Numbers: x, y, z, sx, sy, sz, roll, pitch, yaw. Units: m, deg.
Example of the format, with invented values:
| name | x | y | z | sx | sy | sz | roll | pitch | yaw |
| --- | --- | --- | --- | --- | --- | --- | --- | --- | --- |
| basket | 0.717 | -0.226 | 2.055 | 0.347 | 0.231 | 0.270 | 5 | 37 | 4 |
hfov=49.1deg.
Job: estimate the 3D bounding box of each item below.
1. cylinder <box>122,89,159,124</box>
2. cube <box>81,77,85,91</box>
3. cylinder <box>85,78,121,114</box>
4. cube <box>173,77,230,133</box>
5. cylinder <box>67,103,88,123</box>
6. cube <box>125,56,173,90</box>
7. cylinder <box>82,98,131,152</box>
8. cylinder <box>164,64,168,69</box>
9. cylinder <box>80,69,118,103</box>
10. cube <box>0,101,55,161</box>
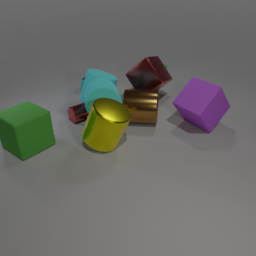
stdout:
| name | x | y | z | sx | sy | sz | roll | pitch | yaw |
| --- | --- | --- | --- | --- | --- | --- | --- | --- | --- |
| cylinder | 0.537 | -0.892 | 11.593 | 1.400 | 1.400 | 1.400 | 3 | 31 | 6 |
| cube | -1.960 | -2.215 | 14.402 | 0.700 | 0.700 | 0.700 | 18 | 34 | 9 |
| cylinder | -1.041 | -1.183 | 11.331 | 1.400 | 1.400 | 1.400 | -5 | 24 | -8 |
| cube | 2.921 | -0.925 | 11.119 | 1.400 | 1.400 | 1.400 | -52 | 46 | -5 |
| cylinder | -2.088 | -0.638 | 11.854 | 0.700 | 0.700 | 0.700 | -24 | 38 | -34 |
| cube | 1.024 | -2.453 | 13.428 | 1.400 | 1.400 | 1.400 | -34 | -2 | 32 |
| cylinder | -0.783 | -0.119 | 9.916 | 1.400 | 1.400 | 1.400 | 18 | 35 | -13 |
| cylinder | 1.658 | -3.066 | 14.759 | 0.700 | 0.700 | 0.700 | 18 | 33 | 7 |
| cylinder | -1.327 | -1.772 | 12.611 | 1.400 | 1.400 | 1.400 | 17 | 19 | -6 |
| cube | -3.667 | 0.051 | 10.019 | 1.400 | 1.400 | 1.400 | 23 | 38 | 34 |
